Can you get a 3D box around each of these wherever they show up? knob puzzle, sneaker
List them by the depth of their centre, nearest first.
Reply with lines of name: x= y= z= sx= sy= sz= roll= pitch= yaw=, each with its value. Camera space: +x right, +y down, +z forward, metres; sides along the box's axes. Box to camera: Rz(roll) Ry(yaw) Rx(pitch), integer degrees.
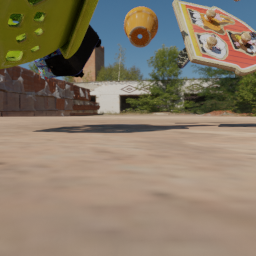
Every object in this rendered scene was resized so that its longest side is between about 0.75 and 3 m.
knob puzzle: x=2.883 y=-2.654 z=7.920 sx=3.213 sy=3.213 sz=0.445 roll=-1 pitch=-34 yaw=-21
sneaker: x=2.664 y=-3.031 z=11.297 sx=0.740 sy=1.660 sz=0.652 roll=34 pitch=10 yaw=-39

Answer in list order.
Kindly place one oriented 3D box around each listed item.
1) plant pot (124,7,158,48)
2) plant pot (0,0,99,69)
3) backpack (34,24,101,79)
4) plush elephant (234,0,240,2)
plant pot: x=0.427 y=-3.283 z=9.395 sx=1.190 sy=1.190 sz=1.089 roll=0 pitch=41 yaw=5
plant pot: x=-2.044 y=-2.957 z=5.510 sx=2.432 sy=2.681 sz=2.667 roll=-11 pitch=-28 yaw=-36
backpack: x=-1.968 y=-2.276 z=8.079 sx=1.888 sy=1.724 sz=1.270 roll=-2 pitch=-37 yaw=35
plush elephant: x=3.538 y=-3.881 z=7.220 sx=1.076 sy=1.390 sz=1.145 roll=20 pitch=-4 yaw=-5
